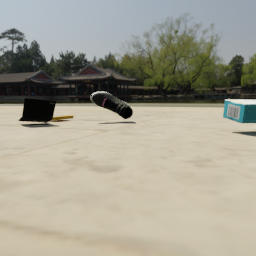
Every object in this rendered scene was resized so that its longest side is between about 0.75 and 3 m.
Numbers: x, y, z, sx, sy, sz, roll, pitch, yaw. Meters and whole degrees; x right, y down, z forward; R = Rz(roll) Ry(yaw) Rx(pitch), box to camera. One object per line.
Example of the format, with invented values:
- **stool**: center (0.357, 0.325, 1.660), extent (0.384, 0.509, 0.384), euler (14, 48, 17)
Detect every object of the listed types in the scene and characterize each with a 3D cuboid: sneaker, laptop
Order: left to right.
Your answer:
- **laptop**: center (-3.220, -0.591, 9.888), extent (1.060, 0.618, 1.196), euler (4, -9, -29)
- **sneaker**: center (-0.535, -0.873, 10.722), extent (1.769, 0.625, 0.877), euler (20, 11, -28)

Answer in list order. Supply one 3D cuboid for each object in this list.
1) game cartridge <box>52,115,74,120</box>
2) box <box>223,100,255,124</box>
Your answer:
- **game cartridge**: center (-2.875, -0.414, 11.577), extent (0.832, 0.153, 0.943), euler (-3, 2, 35)
- **box**: center (3.812, -0.471, 7.769), extent (2.138, 0.525, 0.880), euler (-1, 14, -17)
